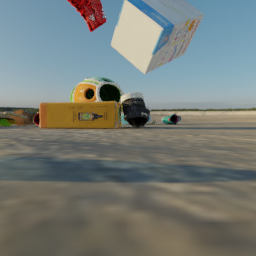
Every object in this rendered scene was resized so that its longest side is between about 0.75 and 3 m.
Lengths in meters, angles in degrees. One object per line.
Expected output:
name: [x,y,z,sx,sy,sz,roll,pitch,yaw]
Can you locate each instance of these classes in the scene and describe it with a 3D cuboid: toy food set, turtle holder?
toy food set: [-6.002,-0.255,12.634,2.516,0.505,1.737,-5,-7,14]
turtle holder: [-0.855,-0.916,10.458,2.443,1.856,1.735,33,-25,-23]

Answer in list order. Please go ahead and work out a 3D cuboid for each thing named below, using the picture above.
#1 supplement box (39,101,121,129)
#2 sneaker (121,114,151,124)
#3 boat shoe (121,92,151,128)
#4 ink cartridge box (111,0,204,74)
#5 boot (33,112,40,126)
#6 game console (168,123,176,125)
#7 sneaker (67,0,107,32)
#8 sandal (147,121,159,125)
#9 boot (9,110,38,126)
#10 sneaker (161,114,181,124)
supplement box: [-1.517,-0.411,9.085,2.569,0.855,0.884,1,1,12]
sneaker: [0.680,-0.639,17.777,2.151,0.855,1.404,2,4,29]
boat shoe: [0.330,-0.428,9.850,1.026,0.838,2.778,-8,-13,3]
ink cartridge box: [0.978,-2.995,8.451,2.410,1.509,1.549,-33,-22,-37]
boot: [-2.585,-0.407,11.328,2.108,0.761,1.592,-6,1,29]
game console: [2.693,-0.263,17.718,0.451,0.092,0.765,0,1,-22]
sneaker: [-1.394,-3.982,8.697,1.021,1.505,2.605,-32,-15,24]
sandal: [1.600,-0.358,17.863,0.823,0.271,0.302,1,2,20]
boot: [-4.708,-0.428,14.311,2.243,0.788,1.640,-2,-7,21]
sneaker: [3.225,-0.625,19.082,1.689,0.706,1.020,-10,2,-32]
